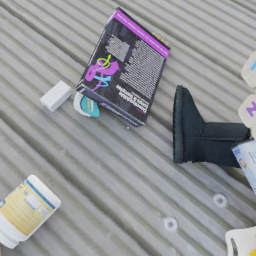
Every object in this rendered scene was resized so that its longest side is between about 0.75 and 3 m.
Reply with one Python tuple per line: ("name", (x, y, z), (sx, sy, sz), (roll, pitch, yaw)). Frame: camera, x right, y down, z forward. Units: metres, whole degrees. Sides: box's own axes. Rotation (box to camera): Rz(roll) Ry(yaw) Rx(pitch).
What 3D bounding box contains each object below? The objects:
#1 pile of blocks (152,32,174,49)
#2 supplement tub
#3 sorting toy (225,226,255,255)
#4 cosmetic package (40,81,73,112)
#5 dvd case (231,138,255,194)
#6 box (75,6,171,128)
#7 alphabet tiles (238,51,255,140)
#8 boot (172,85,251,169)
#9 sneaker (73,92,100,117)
("pile of blocks", (1.102, -2.845, 9.413), (0.969, 0.398, 0.301), (46, 105, 27))
("supplement tub", (-2.444, 1.953, 6.612), (1.044, 1.044, 1.443), (39, 70, 17))
("sorting toy", (2.900, 2.894, 6.383), (1.286, 0.763, 1.428), (5, 63, 10))
("cosmetic package", (-2.145, -0.959, 8.440), (0.447, 0.314, 0.881), (37, 69, 16))
("dvd case", (3.862, 1.519, 6.643), (2.129, 0.262, 2.984), (-11, 68, -32))
("box", (-0.020, -1.776, 8.153), (2.124, 0.536, 2.971), (32, 61, -23))
("alphabet tiles", (3.314, -0.541, 5.250), (0.218, 2.918, 2.984), (-9, 57, -21))
("boot", (2.224, -0.064, 7.664), (1.967, 0.894, 2.341), (1, 69, 4))
("sneaker", (-0.771, -1.357, 8.420), (0.913, 0.888, 2.292), (23, 76, 5))
